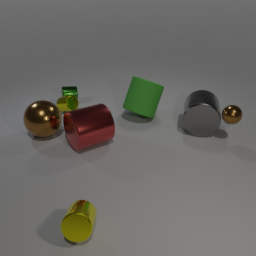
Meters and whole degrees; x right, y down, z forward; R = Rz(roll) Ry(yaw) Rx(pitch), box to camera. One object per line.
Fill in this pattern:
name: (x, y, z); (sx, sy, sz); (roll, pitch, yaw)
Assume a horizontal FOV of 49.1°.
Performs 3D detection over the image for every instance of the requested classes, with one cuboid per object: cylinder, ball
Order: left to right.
ball: (-3.180, -0.341, 10.486); (1.400, 1.400, 1.400); (0, 29, 0)
cylinder: (-2.665, -1.070, 12.371); (0.700, 0.700, 0.700); (-2, 22, 39)
cylinder: (-2.793, -1.638, 13.374); (0.700, 0.700, 0.700); (-5, 29, -18)
cylinder: (-1.108, 2.107, 6.408); (0.700, 0.700, 0.700); (1, 10, 2)
cylinder: (-1.396, -0.052, 9.978); (1.400, 1.400, 1.400); (-18, 33, -29)
cylinder: (0.643, -1.300, 11.787); (1.400, 1.400, 1.400); (19, 8, -3)
cylinder: (2.869, -0.591, 10.932); (1.400, 1.400, 1.400); (6, 30, 11)
ball: (3.703, -0.472, 9.970); (0.700, 0.700, 0.700); (0, 29, 0)
